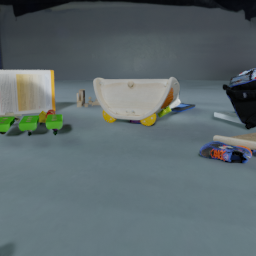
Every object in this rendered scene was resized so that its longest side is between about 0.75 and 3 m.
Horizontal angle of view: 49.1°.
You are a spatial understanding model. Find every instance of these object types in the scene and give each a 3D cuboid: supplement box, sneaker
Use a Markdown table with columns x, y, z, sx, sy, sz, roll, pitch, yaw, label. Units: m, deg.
| x | y | z | sx | sy | sz | roll | pitch | yaw | label |
| --- | --- | --- | --- | --- | --- | --- | --- | --- | --- |
| -4.372 | -1.430 | 11.077 | 2.749 | 1.733 | 1.011 | -9 | 16 | -39 | supplement box |
| 1.862 | 0.482 | 5.363 | 0.970 | 0.365 | 0.380 | 2 | 17 | 18 | sneaker |

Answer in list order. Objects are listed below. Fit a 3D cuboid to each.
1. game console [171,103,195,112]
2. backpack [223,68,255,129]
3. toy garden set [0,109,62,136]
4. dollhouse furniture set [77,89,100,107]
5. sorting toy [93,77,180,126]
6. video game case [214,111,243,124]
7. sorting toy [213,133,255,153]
| x | y | z | sx | sy | sz | roll | pitch | yaw | label |
| --- | --- | --- | --- | --- | --- | --- | --- | --- | --- |
| 2.029 | -1.359 | 12.473 | 1.497 | 1.038 | 1.754 | 7 | 14 | 34 | game console |
| 3.734 | -0.948 | 7.699 | 1.585 | 1.664 | 1.282 | -10 | 38 | 46 | backpack |
| -3.069 | -0.098 | 7.947 | 2.367 | 0.472 | 1.974 | -3 | 14 | -13 | toy garden set |
| -1.553 | -1.468 | 13.580 | 1.622 | 0.792 | 1.383 | 1 | 12 | 4 | dollhouse furniture set |
| 0.625 | -0.913 | 9.870 | 2.821 | 1.507 | 2.539 | 5 | 5 | 30 | sorting toy |
| 4.189 | -0.386 | 9.859 | 1.566 | 0.204 | 1.720 | -3 | 11 | -15 | video game case |
| 3.209 | 0.424 | 5.564 | 1.812 | 0.361 | 2.451 | -2 | 8 | -31 | sorting toy |
